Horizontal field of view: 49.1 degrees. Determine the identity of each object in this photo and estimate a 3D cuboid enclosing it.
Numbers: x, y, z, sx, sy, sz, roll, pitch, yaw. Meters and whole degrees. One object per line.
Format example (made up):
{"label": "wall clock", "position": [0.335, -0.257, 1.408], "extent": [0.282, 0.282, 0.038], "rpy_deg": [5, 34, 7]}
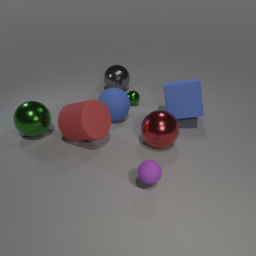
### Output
{"label": "ball", "position": [-3.686, -0.351, 10.842], "extent": [1.400, 1.400, 1.400], "rpy_deg": [0, 30, 0]}
{"label": "ball", "position": [-0.585, -2.636, 14.819], "extent": [1.400, 1.400, 1.400], "rpy_deg": [0, 30, 0]}
{"label": "cube", "position": [2.263, -1.202, 11.495], "extent": [1.400, 1.400, 1.400], "rpy_deg": [-7, 12, 11]}
{"label": "ball", "position": [0.233, -1.449, 13.450], "extent": [0.700, 0.700, 0.700], "rpy_deg": [0, 30, 0]}
{"label": "cylinder", "position": [-1.575, -0.264, 10.169], "extent": [1.400, 1.400, 1.400], "rpy_deg": [-4, 21, 41]}
{"label": "ball", "position": [1.163, 0.041, 10.187], "extent": [1.400, 1.400, 1.400], "rpy_deg": [0, 30, 0]}
{"label": "ball", "position": [0.630, 1.273, 8.091], "extent": [0.700, 0.700, 0.700], "rpy_deg": [0, 30, 0]}
{"label": "ball", "position": [-0.609, -1.005, 11.925], "extent": [1.400, 1.400, 1.400], "rpy_deg": [0, 30, 0]}
